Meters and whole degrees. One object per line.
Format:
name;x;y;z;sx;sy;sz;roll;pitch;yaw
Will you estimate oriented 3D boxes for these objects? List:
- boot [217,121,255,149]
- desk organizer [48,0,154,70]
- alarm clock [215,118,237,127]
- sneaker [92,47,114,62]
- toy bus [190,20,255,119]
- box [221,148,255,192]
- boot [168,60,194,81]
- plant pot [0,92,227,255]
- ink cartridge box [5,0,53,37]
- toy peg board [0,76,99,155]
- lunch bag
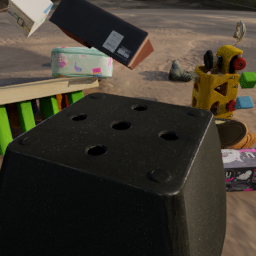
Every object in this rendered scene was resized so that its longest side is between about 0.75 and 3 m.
boot;2.436;0.250;6.112;1.133;1.460;0.560;-2;61;-19
desk organizer;-0.637;-2.361;7.107;2.523;0.905;0.971;33;2;17
alarm clock;2.419;-0.002;7.276;0.979;0.483;1.451;8;16;32
sneaker;-1.220;-3.921;14.387;1.194;1.007;2.730;18;28;32
toy bus;2.505;-1.431;8.207;1.280;2.337;2.477;-3;71;-4
box;2.203;0.813;5.621;1.055;0.605;0.697;-2;27;-3
boot;2.347;-2.413;12.067;1.045;0.542;1.599;11;36;10
plant pot;-0.060;0.960;3.543;2.570;2.286;2.577;12;29;21
ink cartridge box;-3.120;-3.671;8.777;0.916;0.912;1.248;-56;21;-22
toy peg board;-2.672;-0.450;7.605;2.962;1.449;2.949;-16;15;-32
lunch bag;-1.636;-2.347;10.408;2.260;1.086;2.818;-1;10;-9
